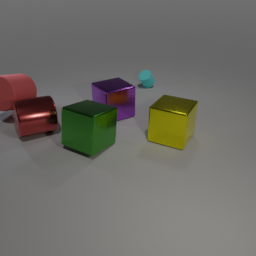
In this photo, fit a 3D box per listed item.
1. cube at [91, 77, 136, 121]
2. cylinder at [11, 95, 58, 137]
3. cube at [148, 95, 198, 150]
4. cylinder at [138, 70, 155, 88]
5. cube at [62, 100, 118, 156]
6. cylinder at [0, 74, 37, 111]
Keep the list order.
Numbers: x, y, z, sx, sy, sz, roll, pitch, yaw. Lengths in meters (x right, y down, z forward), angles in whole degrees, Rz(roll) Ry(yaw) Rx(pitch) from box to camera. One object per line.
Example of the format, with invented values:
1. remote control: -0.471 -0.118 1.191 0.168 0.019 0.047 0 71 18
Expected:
1. cube: -0.625 -1.225 12.093 1.400 1.400 1.400 -17 34 -27
2. cylinder: -3.546 -0.458 10.618 1.400 1.400 1.400 -11 31 -28
3. cube: 1.655 -0.261 10.351 1.400 1.400 1.400 14 31 24
4. cylinder: 1.007 -2.642 15.074 0.700 0.700 0.700 -13 56 20
5. cube: -1.345 -0.070 9.827 1.400 1.400 1.400 17 24 27
6. cylinder: -4.734 -1.480 11.481 1.400 1.400 1.400 10 16 17
